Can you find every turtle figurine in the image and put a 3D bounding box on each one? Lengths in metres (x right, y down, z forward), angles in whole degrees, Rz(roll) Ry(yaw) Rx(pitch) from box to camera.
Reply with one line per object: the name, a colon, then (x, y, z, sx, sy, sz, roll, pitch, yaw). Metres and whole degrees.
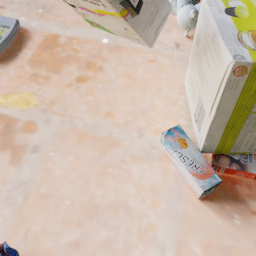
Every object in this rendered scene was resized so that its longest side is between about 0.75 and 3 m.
turtle figurine: (-3.429, 2.873, 4.863, 2.360, 1.752, 2.434, 13, 54, 14)

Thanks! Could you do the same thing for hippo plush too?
hippo plush: (2.033, -4.234, 9.484, 2.110, 1.680, 1.696, -15, 58, -10)

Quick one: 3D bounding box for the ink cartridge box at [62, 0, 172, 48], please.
ink cartridge box: (-0.578, -3.161, 6.191, 2.142, 2.958, 1.242, 29, 95, 26)

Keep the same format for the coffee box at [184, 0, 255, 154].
coffee box: (3.091, -1.258, 6.694, 2.748, 2.779, 2.775, 0, 49, -1)

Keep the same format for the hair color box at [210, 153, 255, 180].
hair color box: (2.640, 0.839, 6.978, 1.132, 0.362, 0.628, 10, 57, 9)

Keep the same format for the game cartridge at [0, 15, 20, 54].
game cartridge: (-4.622, -3.146, 9.573, 1.322, 0.406, 1.986, 17, 59, 6)

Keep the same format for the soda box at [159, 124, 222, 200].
soda box: (1.471, 0.809, 6.847, 0.568, 0.611, 1.787, -25, 61, -15)
